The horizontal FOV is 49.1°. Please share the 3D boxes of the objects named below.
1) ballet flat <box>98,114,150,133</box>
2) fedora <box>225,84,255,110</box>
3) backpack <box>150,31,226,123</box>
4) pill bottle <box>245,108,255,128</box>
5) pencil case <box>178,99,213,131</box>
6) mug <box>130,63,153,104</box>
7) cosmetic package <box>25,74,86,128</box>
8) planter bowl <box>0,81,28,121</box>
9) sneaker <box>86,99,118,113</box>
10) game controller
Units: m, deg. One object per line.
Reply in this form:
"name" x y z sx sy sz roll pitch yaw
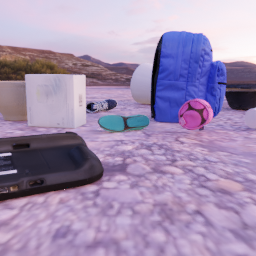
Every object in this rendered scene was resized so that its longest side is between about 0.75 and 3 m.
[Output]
"ballet flat" -0.135 -0.094 7.497 1.431 0.482 0.504 -3 -14 -18
"fedora" 5.152 -1.394 12.532 2.470 1.128 2.470 0 8 0
"backpack" 2.041 -1.758 9.504 2.438 2.906 2.361 2 9 9
"pill bottle" 3.833 -0.285 7.571 1.270 0.713 0.713 -5 11 -24
"pencil case" 1.627 -0.293 6.734 0.784 0.759 1.673 -20 -6 18
"mug" 1.845 -2.232 14.824 2.247 2.192 2.737 19 26 39
"cosmetic package" -2.102 -0.814 8.242 1.502 1.497 0.923 2 10 13
"planter bowl" -3.693 -0.950 9.595 1.937 1.303 1.937 -1 10 0
"sneaker" -1.134 -0.905 11.521 1.456 0.510 0.790 -8 6 -4
"game controller" -1.802 0.552 3.757 2.859 0.602 1.492 -6 26 -27
